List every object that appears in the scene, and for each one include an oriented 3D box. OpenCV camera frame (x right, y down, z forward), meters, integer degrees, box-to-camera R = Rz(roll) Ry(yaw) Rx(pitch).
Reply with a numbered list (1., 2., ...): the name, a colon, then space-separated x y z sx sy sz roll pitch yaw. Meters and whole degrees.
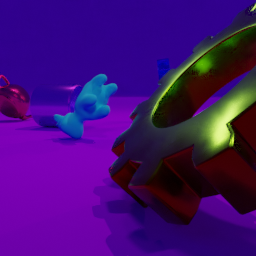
1. cylinder: -1.752 -0.580 7.294 1.114 1.114 1.114 2 7 17
2. cow figurine: -0.836 -0.380 5.398 1.181 1.200 0.659 -19 -47 44
3. teapot: -3.661 -0.877 9.104 1.160 1.866 0.914 -8 34 29
4. gear: 1.205 -1.175 8.745 0.356 1.923 1.923 -7 6 9
5. gear: 0.701 -0.266 2.144 2.031 0.376 2.031 -42 15 14
